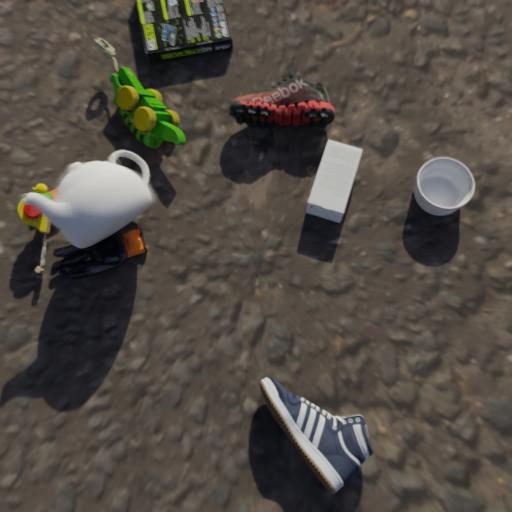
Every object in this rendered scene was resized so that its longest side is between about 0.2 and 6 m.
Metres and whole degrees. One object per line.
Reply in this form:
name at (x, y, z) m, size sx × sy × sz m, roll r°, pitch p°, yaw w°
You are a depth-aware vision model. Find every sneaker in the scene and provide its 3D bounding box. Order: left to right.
sneaker at (0.478, -2.943, 10.689) m, size 2.008 × 0.710 × 0.981 m, roll -1°, pitch 72°, yaw -3°
sneaker at (0.987, 2.578, 8.893) m, size 1.087 × 0.703 × 2.004 m, roll -34°, pitch 74°, yaw -14°

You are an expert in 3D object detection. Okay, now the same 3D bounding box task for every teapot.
teapot at (-2.647, -1.020, 9.332) m, size 1.669 × 1.691 × 1.235 m, roll -34°, pitch 93°, yaw 6°

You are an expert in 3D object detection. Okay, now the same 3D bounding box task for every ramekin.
ramekin at (3.373, -1.219, 10.214) m, size 1.025 × 0.538 × 1.025 m, roll 0°, pitch 72°, yaw -1°

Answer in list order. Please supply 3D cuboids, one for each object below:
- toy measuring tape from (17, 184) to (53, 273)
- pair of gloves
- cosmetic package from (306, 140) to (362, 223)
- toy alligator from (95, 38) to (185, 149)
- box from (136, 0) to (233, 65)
toy measuring tape at (-3.906, -0.495, 9.779) m, size 0.575 × 0.575 × 1.562 m, roll 6°, pitch 86°, yaw 2°
pair of gloves at (-3.017, -0.578, 10.171) m, size 1.721 × 0.239 × 1.931 m, roll -20°, pitch 76°, yaw -8°
cosmetic package at (1.431, -1.368, 10.289) m, size 0.683 × 0.480 × 1.347 m, roll 18°, pitch 73°, yaw 6°
toy alligator at (-2.369, -2.929, 10.697) m, size 2.832 × 0.840 × 0.768 m, roll 50°, pitch 119°, yaw 14°
box at (-1.506, -4.921, 11.493) m, size 1.769 × 0.435 × 1.832 m, roll -13°, pitch 73°, yaw -2°
